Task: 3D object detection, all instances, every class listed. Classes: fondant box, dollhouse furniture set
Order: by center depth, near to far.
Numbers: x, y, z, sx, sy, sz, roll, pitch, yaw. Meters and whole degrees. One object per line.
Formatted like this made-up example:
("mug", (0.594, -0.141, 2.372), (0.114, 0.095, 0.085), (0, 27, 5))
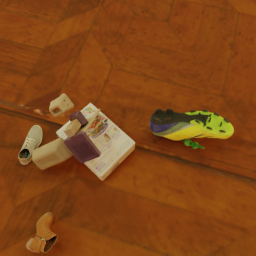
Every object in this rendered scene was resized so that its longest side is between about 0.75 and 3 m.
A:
("dollhouse furniture set", (-1.866, -0.008, 7.961), (2.251, 1.784, 1.598), (-23, 24, 29))
("fondant box", (-0.956, 0.383, 8.423), (1.954, 0.569, 1.410), (42, 72, 15))

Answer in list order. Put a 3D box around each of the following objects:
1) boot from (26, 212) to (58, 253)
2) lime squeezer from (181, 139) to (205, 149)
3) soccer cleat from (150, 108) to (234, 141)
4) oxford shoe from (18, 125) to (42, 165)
("boot", (-2.051, 2.673, 7.134), (0.835, 0.397, 1.079), (-13, 40, 42))
("lime squeezer", (1.858, 0.471, 8.492), (1.201, 0.424, 0.226), (24, 106, 43))
("soccer cleat", (1.823, 0.003, 8.249), (2.403, 1.005, 0.777), (8, 49, 17))
("oxford shoe", (-2.950, 0.480, 8.476), (0.477, 0.366, 1.268), (13, 69, 9))
